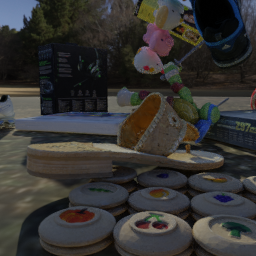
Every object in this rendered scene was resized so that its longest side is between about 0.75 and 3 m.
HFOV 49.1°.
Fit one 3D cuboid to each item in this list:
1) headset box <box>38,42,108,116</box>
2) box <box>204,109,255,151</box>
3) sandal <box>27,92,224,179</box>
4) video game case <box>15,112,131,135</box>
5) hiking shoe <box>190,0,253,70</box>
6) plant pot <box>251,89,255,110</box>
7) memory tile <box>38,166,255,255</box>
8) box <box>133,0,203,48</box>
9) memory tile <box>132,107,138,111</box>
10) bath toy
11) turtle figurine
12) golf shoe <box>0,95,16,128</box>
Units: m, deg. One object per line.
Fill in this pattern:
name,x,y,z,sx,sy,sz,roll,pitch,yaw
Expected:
headset box,-2.255,-2.049,11.731,2.608,2.996,1.390,-8,11,-41
box,2.827,0.009,5.379,1.873,0.606,2.376,-4,8,-19
sandal,0.230,0.014,3.401,2.770,0.911,1.016,1,4,-34
video game case,-1.111,-0.185,7.943,2.924,0.336,2.665,2,8,21
hiking shoe,1.456,-2.097,4.660,0.835,2.245,0.973,-25,-33,23
plant pot,4.870,-0.848,9.100,1.299,1.426,1.426,-15,14,-30
memory tile,0.523,0.638,2.362,2.150,0.181,1.648,1,8,11
box,1.554,-3.756,9.499,2.573,0.969,0.645,25,-31,0
memory tile,0.899,-0.972,14.467,1.237,0.135,1.613,2,8,14
bath toy,0.856,-2.241,6.787,0.903,2.442,1.062,36,47,9
turtle figurine,1.041,-0.599,6.298,2.208,2.278,1.639,-1,-26,31
golf shoe,-3.898,-0.419,7.186,0.811,1.007,2.072,7,12,29
